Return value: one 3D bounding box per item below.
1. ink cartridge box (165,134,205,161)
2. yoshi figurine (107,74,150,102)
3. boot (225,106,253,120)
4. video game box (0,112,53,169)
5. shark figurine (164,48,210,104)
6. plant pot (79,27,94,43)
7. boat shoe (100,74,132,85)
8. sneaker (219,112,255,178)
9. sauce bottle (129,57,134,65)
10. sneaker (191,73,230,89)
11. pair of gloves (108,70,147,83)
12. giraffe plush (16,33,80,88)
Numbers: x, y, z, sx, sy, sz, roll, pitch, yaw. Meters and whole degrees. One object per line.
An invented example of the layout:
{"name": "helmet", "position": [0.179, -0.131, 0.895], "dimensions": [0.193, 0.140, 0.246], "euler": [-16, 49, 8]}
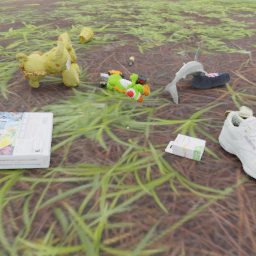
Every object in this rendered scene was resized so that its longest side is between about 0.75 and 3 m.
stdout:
{"name": "ink cartridge box", "position": [1.957, 0.620, 9.602], "dimensions": [1.209, 0.407, 0.708], "euler": [14, 36, 21]}
{"name": "yoshi figurine", "position": [-0.056, -1.270, 8.449], "dimensions": [1.361, 0.765, 0.762], "euler": [14, -2, -35]}
{"name": "boot", "position": [4.562, -0.601, 11.485], "dimensions": [1.128, 0.406, 0.872], "euler": [15, 36, 12]}
{"name": "video game box", "position": [-3.915, 0.343, 9.640], "dimensions": [2.469, 0.634, 2.710], "euler": [2, 32, -13]}
{"name": "shark figurine", "position": [3.081, -2.494, 13.213], "dimensions": [1.338, 1.915, 3.205], "euler": [36, 46, 22]}
{"name": "plant pot", "position": [-3.126, -6.703, 20.450], "dimensions": [0.944, 0.944, 0.888], "euler": [13, 50, 19]}
{"name": "boat shoe", "position": [-0.592, -2.200, 13.786], "dimensions": [1.918, 0.573, 0.685], "euler": [22, 15, 29]}
{"name": "sneaker", "position": [3.946, 0.562, 8.751], "dimensions": [1.091, 1.452, 2.915], "euler": [-15, 37, -20]}
{"name": "sauce bottle", "position": [0.204, -4.026, 16.843], "dimensions": [0.290, 0.290, 0.879], "euler": [4, 32, 7]}
{"name": "sneaker", "position": [4.053, -2.381, 14.141], "dimensions": [2.023, 0.710, 0.830], "euler": [-7, 13, -10]}
{"name": "pair of gloves", "position": [-0.021, -2.674, 14.257], "dimensions": [2.046, 0.253, 1.823], "euler": [12, 17, -1]}
{"name": "giraffe plush", "position": [-3.870, -3.048, 13.589], "dimensions": [2.432, 2.587, 2.999], "euler": [-12, 18, 3]}
